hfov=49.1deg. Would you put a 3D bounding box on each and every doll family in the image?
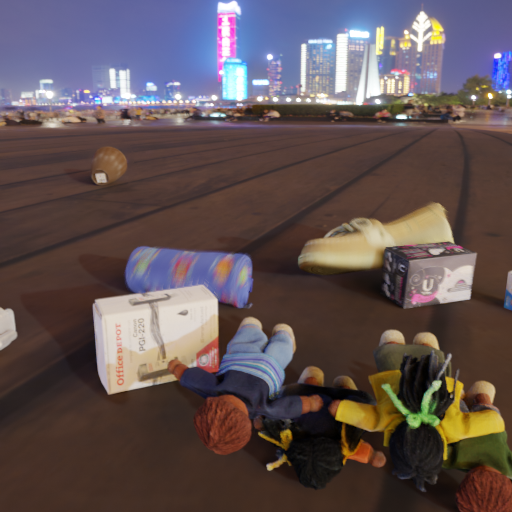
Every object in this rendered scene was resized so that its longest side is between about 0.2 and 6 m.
[{"bbox_3d":[0.701,1.158,4.171,2.757,1.082,1.593,-1,20,14],"label":"doll family"}]

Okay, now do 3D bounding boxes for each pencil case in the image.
[{"bbox_3d":[-0.861,0.272,7.591,1.752,0.683,0.761,6,-15,20],"label":"pencil case"}]

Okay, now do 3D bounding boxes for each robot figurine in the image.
[{"bbox_3d":[-2.958,0.848,5.933,0.782,0.521,0.922,0,16,12],"label":"robot figurine"}]

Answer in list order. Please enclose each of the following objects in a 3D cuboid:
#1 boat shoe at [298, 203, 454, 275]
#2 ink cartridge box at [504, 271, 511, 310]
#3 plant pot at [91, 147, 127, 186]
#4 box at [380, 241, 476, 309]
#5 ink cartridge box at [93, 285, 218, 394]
[{"bbox_3d":[1.834,-0.277,8.436,2.932,0.922,1.069,-6,-5,-29],"label":"boat shoe"},{"bbox_3d":[3.622,0.524,7.044,0.298,0.515,0.887,-10,19,-31],"label":"ink cartridge box"},{"bbox_3d":[-4.628,-2.634,17.190,1.071,1.071,1.146,1,32,2],"label":"plant pot"},{"bbox_3d":[2.336,0.251,7.624,1.079,0.713,0.619,-5,19,-18],"label":"box"},{"bbox_3d":[-0.978,0.801,5.538,1.141,0.831,0.484,-7,18,-22],"label":"ink cartridge box"}]
